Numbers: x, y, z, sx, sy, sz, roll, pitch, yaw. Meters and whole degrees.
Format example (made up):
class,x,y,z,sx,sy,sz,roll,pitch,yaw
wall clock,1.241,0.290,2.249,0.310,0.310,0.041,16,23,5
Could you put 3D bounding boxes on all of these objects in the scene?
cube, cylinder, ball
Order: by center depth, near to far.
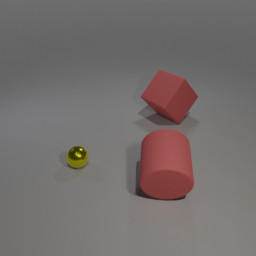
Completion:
class,x,y,z,sx,sy,sz,roll,pitch,yaw
cylinder,1.034,0.985,7.652,1.400,1.400,1.400,2,45,4
ball,-1.600,0.913,8.870,0.700,0.700,0.700,0,30,0
cube,1.673,-1.260,11.281,1.400,1.400,1.400,33,87,44
